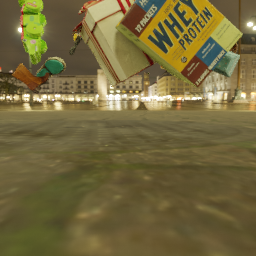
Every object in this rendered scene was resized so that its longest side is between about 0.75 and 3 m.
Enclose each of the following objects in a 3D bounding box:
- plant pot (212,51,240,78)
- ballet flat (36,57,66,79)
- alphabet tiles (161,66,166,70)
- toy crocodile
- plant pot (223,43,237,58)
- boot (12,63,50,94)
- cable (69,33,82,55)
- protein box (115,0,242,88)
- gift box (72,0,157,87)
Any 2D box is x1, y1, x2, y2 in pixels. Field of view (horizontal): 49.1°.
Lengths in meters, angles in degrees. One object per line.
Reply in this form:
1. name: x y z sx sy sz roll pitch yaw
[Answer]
1. plant pot: 2.904 -2.014 8.567 0.744 0.742 0.758 26 19 16
2. ballet flat: -2.705 -2.200 10.003 1.872 0.631 0.584 -12 37 46
3. alphabet tiles: 1.509 -2.609 10.546 0.037 0.980 1.177 -28 41 -30
4. toy crocodile: -2.972 -3.126 8.629 0.801 2.595 0.876 -5 -22 -10
5. plant pot: 3.493 -3.010 10.382 0.993 0.993 0.459 0 48 4
6. boot: -3.223 -1.784 9.405 1.016 0.956 0.348 41 -26 -23
7. cable: -2.139 -3.422 11.353 0.246 0.976 0.474 29 12 15
8. protein box: 0.946 -2.146 6.157 1.998 1.348 1.983 36 11 -15
9. gift box: -0.154 -2.719 8.274 2.313 2.341 2.507 -32 11 -17
